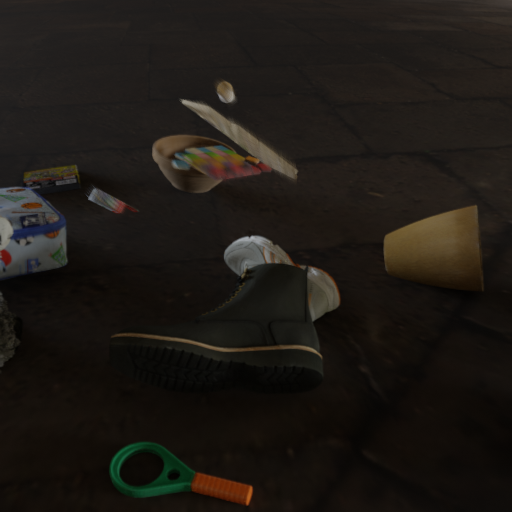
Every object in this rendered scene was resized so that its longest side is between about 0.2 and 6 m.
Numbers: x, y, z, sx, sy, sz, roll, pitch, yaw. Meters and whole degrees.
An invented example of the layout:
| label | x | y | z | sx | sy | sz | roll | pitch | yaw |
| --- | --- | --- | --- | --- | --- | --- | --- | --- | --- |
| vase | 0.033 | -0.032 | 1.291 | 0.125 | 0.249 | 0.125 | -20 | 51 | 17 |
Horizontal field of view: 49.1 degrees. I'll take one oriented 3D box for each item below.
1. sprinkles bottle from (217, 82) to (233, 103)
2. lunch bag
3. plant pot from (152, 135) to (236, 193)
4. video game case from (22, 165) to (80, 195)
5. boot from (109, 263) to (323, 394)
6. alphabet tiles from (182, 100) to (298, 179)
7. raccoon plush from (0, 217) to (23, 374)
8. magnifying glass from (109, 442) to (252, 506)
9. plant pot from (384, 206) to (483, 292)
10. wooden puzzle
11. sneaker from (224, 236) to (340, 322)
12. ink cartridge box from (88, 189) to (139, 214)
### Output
| label | x | y | z | sx | sy | sz | roll | pitch | yaw |
| --- | --- | --- | --- | --- | --- | --- | --- | --- | --- |
| sprinkles bottle | -0.644 | -3.448 | 11.839 | 0.310 | 0.310 | 0.907 | -1 | 9 | -1 |
| lunch bag | -4.638 | -0.413 | 9.684 | 2.234 | 1.053 | 2.788 | -11 | 24 | -34 |
| plant pot | -1.396 | -1.977 | 12.539 | 1.856 | 0.857 | 1.856 | 7 | 30 | -4 |
| video game case | -4.744 | -1.750 | 12.951 | 1.240 | 0.158 | 1.121 | -11 | 34 | -16 |
| boot | -0.503 | 0.839 | 7.696 | 2.721 | 1.054 | 1.882 | 9 | 49 | -9 |
| alphabet tiles | -0.186 | -1.859 | 9.096 | 1.943 | 0.088 | 2.324 | 33 | 5 | -25 |
| raccoon plush | -4.371 | 0.657 | 6.980 | 1.786 | 2.474 | 3.692 | 6 | 33 | 10 |
| magnifying glass | -0.860 | 2.496 | 6.277 | 1.643 | 0.184 | 0.654 | 7 | 33 | 14 |
| plant pot | 2.964 | -0.061 | 9.393 | 1.504 | 1.402 | 1.402 | -5 | 29 | 24 |
| wooden puzzle | -0.763 | -1.957 | 11.631 | 1.286 | 0.152 | 2.168 | 33 | 33 | 33 |
| sneaker | 0.179 | 0.410 | 8.973 | 2.237 | 0.847 | 1.029 | 25 | 44 | 36 |
| ink cartridge box | -2.869 | -1.021 | 11.260 | 0.941 | 0.237 | 0.513 | 29 | -7 | -21 |
